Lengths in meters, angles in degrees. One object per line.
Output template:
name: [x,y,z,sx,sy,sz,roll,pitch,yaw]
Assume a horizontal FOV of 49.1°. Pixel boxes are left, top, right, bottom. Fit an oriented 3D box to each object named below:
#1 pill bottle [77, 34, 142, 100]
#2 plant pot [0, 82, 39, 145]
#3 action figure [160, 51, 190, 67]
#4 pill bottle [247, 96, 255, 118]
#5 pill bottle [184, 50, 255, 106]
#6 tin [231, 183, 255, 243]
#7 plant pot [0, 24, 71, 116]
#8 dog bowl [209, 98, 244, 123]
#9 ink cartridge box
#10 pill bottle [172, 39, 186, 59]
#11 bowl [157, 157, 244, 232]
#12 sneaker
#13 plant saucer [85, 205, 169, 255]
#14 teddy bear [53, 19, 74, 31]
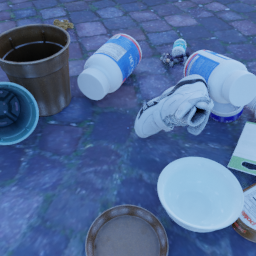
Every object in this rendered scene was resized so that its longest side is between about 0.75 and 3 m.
pill bottle: [-0.753,-2.477,11.481,1.667,1.667,2.970,20,50,18]
plant pot: [-4.066,-0.562,9.075,1.887,1.887,1.848,-27,22,-24]
action figure: [2.155,-3.194,13.023,1.442,0.500,0.938,-1,53,4]
pill bottle: [5.224,-0.490,9.914,1.130,1.130,1.890,-20,50,-18]
pill bottle: [3.078,-1.678,9.456,1.441,1.441,2.568,-13,30,-12]
tin: [3.988,2.152,7.830,2.561,0.536,1.434,-21,45,-19]
plant pot: [-3.281,-2.027,10.381,2.645,2.618,2.645,0,47,0]
dog bowl: [3.639,-0.845,10.489,1.296,0.510,1.296,-9,50,10]
ink cartridge box: [4.162,0.732,8.907,1.352,0.446,1.858,15,65,37]
pill bottle: [2.489,-3.870,13.552,0.621,0.621,1.120,9,47,9]
bowl: [1.884,1.934,7.655,2.219,0.997,2.219,0,46,0]
sneaker: [1.373,-0.346,8.796,2.872,1.079,1.651,-38,31,21]
plant saucer: [-0.030,2.968,7.112,2.075,0.357,2.075,1,46,-1]
teddy bear: [-3.631,-5.511,15.286,1.235,0.568,1.703,-16,40,-25]
